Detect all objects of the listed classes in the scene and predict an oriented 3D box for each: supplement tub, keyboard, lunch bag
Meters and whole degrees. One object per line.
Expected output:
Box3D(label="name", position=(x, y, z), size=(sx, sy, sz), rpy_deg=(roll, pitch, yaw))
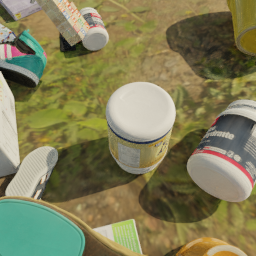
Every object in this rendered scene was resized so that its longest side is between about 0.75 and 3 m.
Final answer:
Box3D(label="supplement tub", position=(-1.214, -3.304, 9.344), size=(0.879, 0.879, 1.252), rpy_deg=(-16, 61, -9))
Box3D(label="keyboard", position=(-2.009, -3.208, 9.658), size=(0.696, 0.265, 1.337), rpy_deg=(-8, 61, -5))
Box3D(label="supplement tub", position=(2.535, 0.509, 6.704), size=(1.506, 1.506, 2.146), rpy_deg=(31, 64, 17))
Box3D(label="lunch bag", position=(-4.293, -2.889, 9.287), size=(0.830, 0.604, 0.976), rpy_deg=(35, 79, 19))
Box3D(label="supplement tub", position=(0.263, 0.101, 6.622), size=(1.487, 2.059, 1.487), rpy_deg=(0, 57, 0))

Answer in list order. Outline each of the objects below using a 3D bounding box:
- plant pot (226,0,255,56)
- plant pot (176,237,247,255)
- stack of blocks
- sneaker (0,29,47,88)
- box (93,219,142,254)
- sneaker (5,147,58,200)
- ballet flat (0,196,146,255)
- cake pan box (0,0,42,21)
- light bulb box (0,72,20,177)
Box3D(label="plant pot", position=(4.368, -3.753, 8.799), size=(2.607, 2.607, 2.453), rpy_deg=(11, 75, 7))
Box3D(label="plant pot", position=(1.692, 2.859, 5.342), size=(1.597, 1.462, 1.597), rpy_deg=(0, 59, 0))
Box3D(label="stack of blocks", position=(-1.623, -2.902, 7.145), size=(0.403, 1.374, 0.791), rpy_deg=(-21, 35, 28))
Box3D(label="sneaker", position=(-3.630, -2.419, 8.666), size=(2.619, 1.095, 1.581), rpy_deg=(23, 67, 4))
Box3D(label="box", position=(-0.805, 3.050, 5.852), size=(2.361, 0.429, 1.704), rpy_deg=(-12, 60, -5))
Box3D(label="sneaker", position=(-2.313, 1.241, 6.798), size=(0.746, 0.755, 1.903), rpy_deg=(16, 36, 6))
Box3D(label="ballet flat", position=(-0.559, 1.807, 3.659), size=(2.877, 0.907, 0.987), rpy_deg=(26, 68, 6))
Box3D(label="cake pan box", position=(-4.004, -4.753, 10.518), size=(1.285, 0.365, 1.396), rpy_deg=(-34, 65, -21))
Box3D(label="light bulb box", position=(-3.791, -0.363, 6.637), size=(1.590, 2.525, 2.547), rpy_deg=(-14, 59, -9))
